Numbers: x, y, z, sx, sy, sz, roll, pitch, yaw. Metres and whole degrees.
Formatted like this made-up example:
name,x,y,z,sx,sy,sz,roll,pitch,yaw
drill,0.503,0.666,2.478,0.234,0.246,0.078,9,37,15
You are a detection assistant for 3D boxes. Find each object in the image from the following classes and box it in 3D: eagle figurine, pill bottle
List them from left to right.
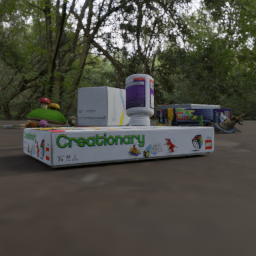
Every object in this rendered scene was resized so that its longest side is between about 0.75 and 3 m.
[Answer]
name,x,y,z,sx,sy,sz,roll,pitch,yaw
pill bottle,0.394,-0.868,9.589,0.970,1.741,0.970,0,-12,0
eagle figurine,2.622,-0.082,7.589,0.913,0.689,0.693,-30,-36,-11

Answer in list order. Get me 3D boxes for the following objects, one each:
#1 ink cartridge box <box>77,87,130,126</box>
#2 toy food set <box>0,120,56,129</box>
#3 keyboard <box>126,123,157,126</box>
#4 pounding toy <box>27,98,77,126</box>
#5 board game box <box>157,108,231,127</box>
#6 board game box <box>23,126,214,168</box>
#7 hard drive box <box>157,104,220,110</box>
name,x,y,z,sx,sy,sz,roll,pitch,yaw
ink cartridge box,-0.939,-0.925,12.928,1.728,1.720,2.379,1,2,32
toy food set,-3.947,-0.158,11.324,1.253,0.310,1.971,1,2,29
keyboard,0.582,-0.182,11.439,0.994,0.378,1.909,-1,1,-19
pounding toy,-3.315,-0.733,12.595,2.205,1.023,1.702,8,-5,-10
board game box,2.466,-0.390,11.230,2.311,0.793,2.796,-1,2,-3
board game box,-0.104,0.135,2.983,1.742,0.302,1.100,-1,1,-31
hard drive box,3.420,-0.725,15.788,2.953,1.134,2.302,-2,3,-44
